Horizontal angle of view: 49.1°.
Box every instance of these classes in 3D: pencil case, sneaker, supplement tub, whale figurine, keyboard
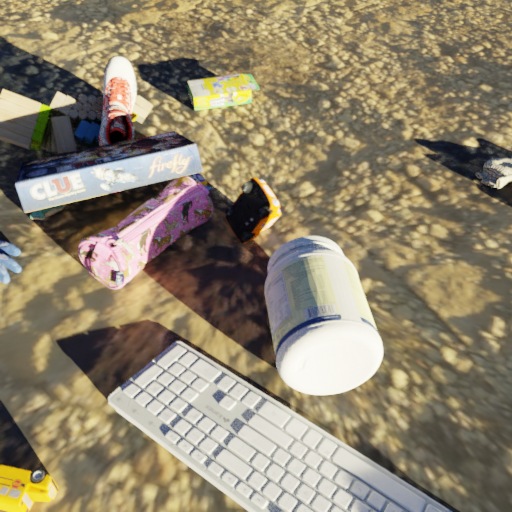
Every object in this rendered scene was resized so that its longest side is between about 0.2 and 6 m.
[{"bbox_3d":[-1.765,-0.444,9.309,1.029,0.985,2.379,11,39,36],"label":"pencil case"},{"bbox_3d":[-2.740,-3.034,11.311,0.689,2.064,1.106,7,7,-24],"label":"sneaker"},{"bbox_3d":[0.850,0.772,7.740,1.385,1.385,1.910,-4,42,-4],"label":"supplement tub"},{"bbox_3d":[-3.860,-0.958,10.306,0.615,0.401,0.773,5,37,18],"label":"whale figurine"},{"bbox_3d":[0.429,2.553,6.644,4.923,0.262,1.385,27,49,26],"label":"keyboard"}]

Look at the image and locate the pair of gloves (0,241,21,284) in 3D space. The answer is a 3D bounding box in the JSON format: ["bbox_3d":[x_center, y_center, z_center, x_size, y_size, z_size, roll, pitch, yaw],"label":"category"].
[{"bbox_3d":[-5.004,0.297,9.127,1.699,0.241,2.113,26,48,28],"label":"pair of gloves"}]

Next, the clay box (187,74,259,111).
[{"bbox_3d":[-0.797,-4.017,13.686,1.633,0.389,0.938,-10,43,-10],"label":"clay box"}]

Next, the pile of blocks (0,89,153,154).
[{"bbox_3d":[-3.947,-2.809,12.133,3.350,1.375,1.041,-9,-1,-23],"label":"pile of blocks"}]

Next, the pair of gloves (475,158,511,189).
[{"bbox_3d":[5.444,-1.484,10.985,1.602,0.330,1.884,-20,45,-20],"label":"pair of gloves"}]

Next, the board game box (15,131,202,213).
[{"bbox_3d":[-2.656,-1.595,10.055,2.983,0.516,2.021,-15,23,-15],"label":"board game box"}]

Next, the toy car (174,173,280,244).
[{"bbox_3d":[-0.414,-1.245,10.153,0.816,1.202,2.451,-12,44,-42],"label":"toy car"}]

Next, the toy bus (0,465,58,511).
[{"bbox_3d":[-2.879,2.661,6.448,1.087,0.354,0.426,8,43,9],"label":"toy bus"}]
